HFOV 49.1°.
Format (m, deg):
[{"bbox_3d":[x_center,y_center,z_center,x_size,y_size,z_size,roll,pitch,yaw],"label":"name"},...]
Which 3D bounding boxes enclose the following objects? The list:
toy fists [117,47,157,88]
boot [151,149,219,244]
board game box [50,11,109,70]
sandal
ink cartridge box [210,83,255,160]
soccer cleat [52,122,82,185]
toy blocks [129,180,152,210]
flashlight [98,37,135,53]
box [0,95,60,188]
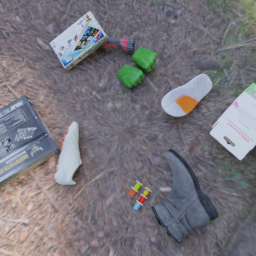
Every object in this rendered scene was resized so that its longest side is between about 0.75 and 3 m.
[{"bbox_3d":[0.409,-2.255,10.628,0.866,0.584,1.699,37,82,31],"label":"toy fists"},{"bbox_3d":[1.537,2.253,9.404,1.857,0.985,2.821,-30,74,-3],"label":"boot"},{"bbox_3d":[-1.896,-3.345,10.787,2.022,0.350,1.276,-34,78,11],"label":"board game box"},{"bbox_3d":[2.155,-1.130,10.412,2.573,0.737,0.986,-33,91,-29],"label":"sandal"},{"bbox_3d":[4.112,-0.157,10.019,1.488,0.855,2.541,43,79,8],"label":"ink cartridge box"},{"bbox_3d":[-1.993,0.898,9.885,0.865,0.773,2.231,15,76,-13],"label":"soccer cleat"},{"bbox_3d":[0.327,2.343,9.690,0.684,0.298,0.821,34,78,8],"label":"toy blocks"},{"bbox_3d":[-0.574,-3.284,10.989,1.656,0.563,0.561,5,81,8],"label":"flashlight"},{"bbox_3d":[-4.298,0.590,9.903,2.998,0.725,2.374,-33,78,-8],"label":"box"}]
